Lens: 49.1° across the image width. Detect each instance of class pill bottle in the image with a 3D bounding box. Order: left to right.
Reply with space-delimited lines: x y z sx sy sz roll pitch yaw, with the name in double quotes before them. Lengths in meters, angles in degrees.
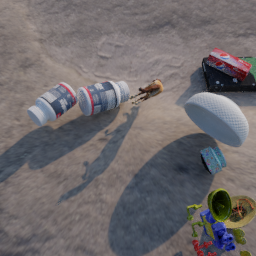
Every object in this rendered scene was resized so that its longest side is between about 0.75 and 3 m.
"pill bottle" -2.176 -0.655 8.055 0.785 0.785 1.313 35 60 21
"pill bottle" -0.732 -0.964 8.586 1.463 0.875 0.875 -18 57 -26

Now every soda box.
"soda box" 3.334 -2.114 9.277 1.361 0.431 0.476 32 59 18

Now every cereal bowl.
"cereal bowl" 2.487 -0.337 7.628 1.845 1.845 0.768 37 84 22

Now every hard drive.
"hard drive" 3.651 -1.848 9.618 2.013 0.381 1.406 -2 56 0

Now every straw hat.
"straw hat" 2.668 2.166 6.801 1.077 0.456 1.077 -24 22 10

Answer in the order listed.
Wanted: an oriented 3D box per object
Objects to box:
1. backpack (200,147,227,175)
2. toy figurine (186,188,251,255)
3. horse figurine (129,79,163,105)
"backpack" 2.230 0.838 7.383 0.612 0.813 0.722 -28 68 17
"toy figurine" 1.722 2.093 6.042 1.044 1.186 1.980 -21 102 -3
"horse figurine" 0.616 -1.097 8.286 1.168 1.762 0.440 -30 95 0
